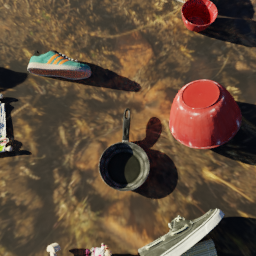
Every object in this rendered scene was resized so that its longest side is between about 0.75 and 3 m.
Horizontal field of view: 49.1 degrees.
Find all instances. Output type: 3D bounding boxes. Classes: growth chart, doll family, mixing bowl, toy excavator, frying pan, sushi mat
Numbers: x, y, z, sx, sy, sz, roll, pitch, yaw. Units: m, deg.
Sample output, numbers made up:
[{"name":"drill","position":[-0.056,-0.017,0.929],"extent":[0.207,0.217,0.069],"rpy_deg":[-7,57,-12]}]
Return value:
[{"name":"growth chart","position":[-4.566,-0.102,8.842],"extent":[1.602,0.196,2.214],"rpy_deg":[-15,70,-4]},{"name":"doll family","position":[-0.638,3.734,7.262],"extent":[0.836,0.607,1.346],"rpy_deg":[-6,61,14]},{"name":"mixing bowl","position":[2.137,-0.606,8.113],"extent":[2.149,1.164,2.149],"rpy_deg":[-11,51,15]},{"name":"mixing bowl","position":[2.466,-3.930,9.995],"extent":[1.244,0.674,1.244],"rpy_deg":[0,70,-1]},{"name":"toy excavator","position":[-1.713,3.713,7.185],"extent":[1.163,0.581,1.130],"rpy_deg":[16,104,37]},{"name":"frying pan","position":[-0.269,0.707,8.431],"extent":[1.485,0.400,2.455],"rpy_deg":[-18,69,-7]},{"name":"sushi mat","position":[1.125,3.960,7.342],"extent":[2.774,0.168,1.327],"rpy_deg":[-14,71,-5]}]

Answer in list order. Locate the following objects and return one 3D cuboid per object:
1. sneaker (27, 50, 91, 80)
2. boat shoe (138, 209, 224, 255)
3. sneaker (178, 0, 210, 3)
[{"name":"sneaker","position":[-2.234,-2.174,9.295],"extent":[2.125,0.758,0.849],"rpy_deg":[7,74,4]},{"name":"boat shoe","position":[1.426,2.760,7.388],"extent":[2.483,0.878,0.790],"rpy_deg":[-30,66,-15]},{"name":"sneaker","position":[2.056,-5.380,10.505],"extent":[2.379,0.849,0.951],"rpy_deg":[33,68,7]}]
